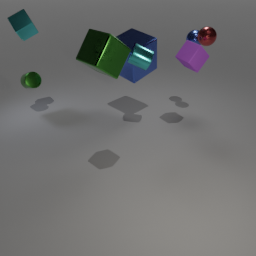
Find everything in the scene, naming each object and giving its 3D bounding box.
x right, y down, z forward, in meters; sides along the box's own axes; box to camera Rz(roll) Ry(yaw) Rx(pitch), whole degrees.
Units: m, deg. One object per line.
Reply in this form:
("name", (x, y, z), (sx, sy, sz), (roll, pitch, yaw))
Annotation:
("cube", (-3.921, -3.843, 10.499), (0.700, 0.700, 0.700), (-32, 79, -4))
("cube", (-0.511, -1.536, 5.831), (0.700, 0.700, 0.700), (28, 4, 38))
("cylinder", (0.432, -2.435, 9.586), (0.700, 0.700, 0.700), (23, 26, -12))
("cylinder", (-4.180, -2.044, 12.056), (0.700, 0.700, 0.700), (-21, 16, -33))
("cube", (2.207, -2.455, 9.610), (0.700, 0.700, 0.700), (28, 10, -46))
("cube", (0.201, -2.908, 11.210), (1.400, 1.400, 1.400), (-37, 53, -27))
("ball", (2.706, -3.605, 11.332), (0.700, 0.700, 0.700), (0, 29, 0))
("ball", (2.956, -3.424, 10.472), (0.700, 0.700, 0.700), (0, 29, 0))
